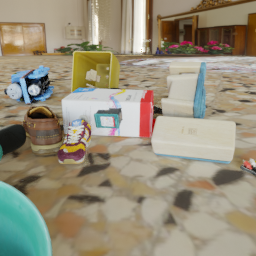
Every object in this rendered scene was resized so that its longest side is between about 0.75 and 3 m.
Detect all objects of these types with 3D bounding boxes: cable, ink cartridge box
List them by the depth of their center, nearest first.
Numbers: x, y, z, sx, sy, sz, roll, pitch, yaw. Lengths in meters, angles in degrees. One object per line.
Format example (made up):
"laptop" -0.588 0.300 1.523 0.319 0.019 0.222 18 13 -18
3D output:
"cable" 2.382 0.793 5.220 0.386 0.200 0.795 -1 18 -2
"ink cartridge box" -0.176 -0.478 7.877 2.915 0.980 1.694 2 19 5

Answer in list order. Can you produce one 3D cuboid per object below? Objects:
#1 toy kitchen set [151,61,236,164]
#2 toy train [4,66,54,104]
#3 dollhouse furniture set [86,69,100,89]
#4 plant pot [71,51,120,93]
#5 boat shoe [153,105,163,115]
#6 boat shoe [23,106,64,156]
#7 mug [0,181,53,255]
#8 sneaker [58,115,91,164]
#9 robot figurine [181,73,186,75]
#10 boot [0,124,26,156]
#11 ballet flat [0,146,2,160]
"toy kitchen set" 1.777 -0.111 7.082 1.633 2.220 2.771 6 55 18
"toy train" -4.106 -1.799 11.789 1.677 1.273 2.936 -11 21 -5
"dollhouse furniture set" -0.875 -1.410 9.932 1.174 1.039 0.653 15 -11 -41
"plant pot" -1.310 -2.431 12.883 1.895 1.895 1.671 7 8 21
"boat shoe" 0.724 -0.596 8.982 1.232 0.386 0.451 18 -2 -16
"boat shoe" -2.141 -0.151 7.057 0.930 0.872 2.583 -8 19 -23
"mug" -1.370 1.311 1.844 1.470 1.106 1.789 26 40 9
"sneaker" -1.168 0.215 6.141 0.612 0.735 1.632 0 18 0
"robot figurine" 2.002 -1.212 9.172 0.827 1.464 1.241 3 0 2
"boot" -3.445 0.324 5.930 1.548 0.740 2.050 6 17 31
"ballet flat" -2.486 0.966 3.773 0.996 0.996 2.727 -3 24 -8
